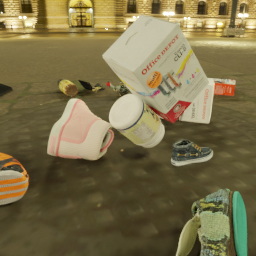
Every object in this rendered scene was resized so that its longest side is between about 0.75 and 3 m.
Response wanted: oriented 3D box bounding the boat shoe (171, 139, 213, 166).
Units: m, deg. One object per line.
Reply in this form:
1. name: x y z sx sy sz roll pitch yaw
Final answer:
1. boat shoe: 1.590 0.531 6.776 1.192 0.541 0.422 -11 24 -25

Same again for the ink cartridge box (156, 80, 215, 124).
1. ink cartridge box: 1.902 -0.956 9.401 1.807 1.319 0.762 7 23 17

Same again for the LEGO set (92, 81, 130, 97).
1. LEGO set: -0.375 -1.752 12.532 2.438 0.691 1.583 0 18 32

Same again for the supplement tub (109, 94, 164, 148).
1. supplement tub: 0.250 -0.132 6.911 0.932 0.932 1.286 25 -11 46

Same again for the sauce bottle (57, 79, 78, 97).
1. sauce bottle: -2.794 -1.859 12.653 0.602 0.602 1.825 -12 23 -27

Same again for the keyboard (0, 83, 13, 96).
1. keyboard: -6.355 -1.579 11.994 1.732 0.281 2.725 20 22 -1

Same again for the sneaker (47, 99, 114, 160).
1. sneaker: -1.078 0.037 7.384 1.429 1.029 2.734 10 21 -4

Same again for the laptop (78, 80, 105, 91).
1. laptop: -1.701 -2.045 13.172 0.980 0.506 0.869 -21 30 -41

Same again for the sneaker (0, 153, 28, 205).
1. sneaker: -3.121 1.032 5.379 2.233 0.866 1.251 0 15 -25

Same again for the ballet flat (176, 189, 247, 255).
1. ballet flat: 1.032 1.802 3.443 1.041 1.041 2.803 7 21 17

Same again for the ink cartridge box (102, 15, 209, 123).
1. ink cartridge box: 0.685 -1.393 6.672 1.423 1.958 1.416 -48 42 -3

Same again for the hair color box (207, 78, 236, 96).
1. hair color box: 3.944 -1.911 12.776 1.752 0.560 0.972 7 24 19
